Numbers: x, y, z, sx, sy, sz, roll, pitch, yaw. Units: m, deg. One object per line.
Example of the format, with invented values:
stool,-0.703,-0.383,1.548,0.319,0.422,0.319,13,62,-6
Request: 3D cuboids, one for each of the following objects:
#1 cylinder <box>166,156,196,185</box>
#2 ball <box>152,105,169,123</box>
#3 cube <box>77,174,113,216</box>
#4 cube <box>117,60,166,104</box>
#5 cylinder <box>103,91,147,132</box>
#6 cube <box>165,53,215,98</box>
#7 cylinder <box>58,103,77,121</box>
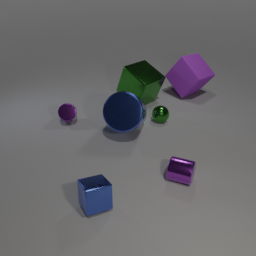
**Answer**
cylinder,1.547,1.230,8.124,0.700,0.700,0.700,12,32,21
ball,1.314,-0.557,11.289,0.700,0.700,0.700,0,30,0
cube,-0.844,1.685,7.142,0.700,0.700,0.700,-9,17,-25
cube,0.562,-1.991,12.659,1.400,1.400,1.400,-27,62,-38
cylinder,-0.076,-0.582,10.150,1.400,1.400,1.400,5,4,9
cube,2.949,-2.511,13.349,1.400,1.400,1.400,-22,73,-41
cylinder,-2.406,-0.636,11.166,0.700,0.700,0.700,-5,5,-8
